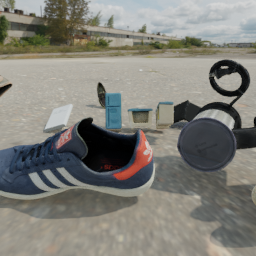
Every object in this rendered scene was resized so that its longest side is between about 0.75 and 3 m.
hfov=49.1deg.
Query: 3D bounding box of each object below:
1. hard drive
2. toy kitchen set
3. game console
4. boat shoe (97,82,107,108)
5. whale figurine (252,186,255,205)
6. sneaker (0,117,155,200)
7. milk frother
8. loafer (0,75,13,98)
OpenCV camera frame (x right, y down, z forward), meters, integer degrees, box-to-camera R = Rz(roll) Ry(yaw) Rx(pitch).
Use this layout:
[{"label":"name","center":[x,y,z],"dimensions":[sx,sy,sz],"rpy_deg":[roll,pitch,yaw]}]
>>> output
[{"label":"hard drive","center":[-2.113,-0.318,8.602],"dimensions":[0.688,0.137,1.044],"rpy_deg":[-15,37,15]},{"label":"toy kitchen set","center":[0.251,-0.557,7.834],"dimensions":[1.869,1.101,1.497],"rpy_deg":[-1,-5,2]},{"label":"game console","center":[1.877,-0.370,8.997],"dimensions":[0.906,0.599,1.030],"rpy_deg":[-23,26,33]},{"label":"boat shoe","center":[-1.064,-1.341,11.403],"dimensions":[0.427,1.168,0.378],"rpy_deg":[-20,-25,-3]},{"label":"whale figurine","center":[2.698,0.472,3.951],"dimensions":[2.398,1.907,1.244],"rpy_deg":[-42,26,-26]},{"label":"sneaker","center":[-1.050,0.407,4.500],"dimensions":[2.956,1.249,1.108],"rpy_deg":[-3,48,2]},{"label":"milk frother","center":[1.696,-0.312,5.343],"dimensions":[1.537,1.703,1.602],"rpy_deg":[-26,3,28]},{"label":"loafer","center":[-4.951,-1.090,9.979],"dimensions":[0.675,0.771,2.146],"rpy_deg":[22,54,0]}]
